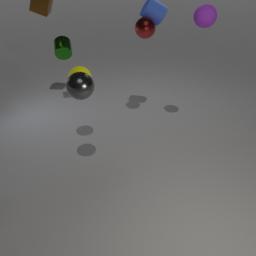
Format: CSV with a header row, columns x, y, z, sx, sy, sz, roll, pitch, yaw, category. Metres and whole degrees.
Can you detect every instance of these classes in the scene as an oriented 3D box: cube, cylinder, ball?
x,y,z,sx,sy,sz,roll,pitch,yaw,category
-3.350,-4.856,10.866,0.700,0.700,0.700,16,36,-12,cube
0.875,-3.969,9.530,0.700,0.700,0.700,26,26,-18,cylinder
-1.192,-1.052,7.000,0.700,0.700,0.700,0,31,0,ball
0.576,-3.350,9.374,0.700,0.700,0.700,0,31,0,ball
2.376,-3.440,8.608,0.700,0.700,0.700,0,31,0,ball
-2.683,-3.299,11.547,0.700,0.700,0.700,-7,59,-11,cylinder
-1.458,-1.517,8.497,0.700,0.700,0.700,0,31,0,ball
